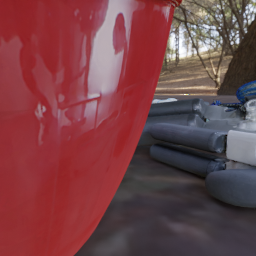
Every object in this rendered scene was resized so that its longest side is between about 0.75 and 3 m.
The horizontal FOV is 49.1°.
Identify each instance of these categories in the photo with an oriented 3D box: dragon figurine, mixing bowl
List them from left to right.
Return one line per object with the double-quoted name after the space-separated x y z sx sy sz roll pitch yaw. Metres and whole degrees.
-0.931 0.056 1.428 2.365 1.281 2.365 -2 18 1 "mixing bowl"
3.217 -0.674 6.955 1.303 0.771 2.621 7 -23 -29 "dragon figurine"

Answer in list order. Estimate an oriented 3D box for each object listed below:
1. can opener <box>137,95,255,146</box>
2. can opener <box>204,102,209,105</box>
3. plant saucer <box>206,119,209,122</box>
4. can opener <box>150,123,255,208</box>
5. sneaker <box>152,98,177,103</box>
0.987 0.104 4.386 2.964 0.991 0.791 -4 37 29 "can opener"
3.423 -1.118 13.779 1.137 0.380 0.303 4 9 27 "can opener"
2.031 -0.370 8.915 1.229 0.237 1.229 0 8 0 "plant saucer"
0.778 0.292 2.977 0.725 0.578 2.168 -3 7 -29 "can opener"
1.898 -1.126 13.666 1.393 0.533 0.563 -7 23 -22 "sneaker"
